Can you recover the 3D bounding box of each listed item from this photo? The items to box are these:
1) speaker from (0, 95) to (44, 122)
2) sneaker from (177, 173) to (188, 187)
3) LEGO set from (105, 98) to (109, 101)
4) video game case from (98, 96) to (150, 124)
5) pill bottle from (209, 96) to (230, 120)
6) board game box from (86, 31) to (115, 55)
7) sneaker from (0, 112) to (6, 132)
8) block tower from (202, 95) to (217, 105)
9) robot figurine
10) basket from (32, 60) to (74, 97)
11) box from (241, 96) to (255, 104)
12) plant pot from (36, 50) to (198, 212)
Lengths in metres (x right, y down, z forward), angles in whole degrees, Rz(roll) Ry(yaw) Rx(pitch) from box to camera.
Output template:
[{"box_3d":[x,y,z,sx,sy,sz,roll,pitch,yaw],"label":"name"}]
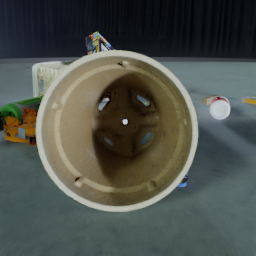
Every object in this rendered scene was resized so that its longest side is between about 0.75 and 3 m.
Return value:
[{"box_3d":[-2.984,-0.552,8.832,0.868,0.868,1.962,8,19,24],"label":"speaker"},{"box_3d":[0.703,0.854,5.182,0.798,0.311,0.280,6,19,18],"label":"sneaker"},{"box_3d":[-0.632,-1.560,12.608,1.131,0.915,2.460,31,2,-21],"label":"LEGO set"},{"box_3d":[0.256,-0.741,10.252,2.775,0.324,2.523,-11,20,-31],"label":"video game case"},{"box_3d":[3.181,-0.741,9.731,0.665,0.665,1.177,5,17,17],"label":"pill bottle"},{"box_3d":[-0.764,-2.347,10.771,0.594,1.733,2.096,-17,-28,25],"label":"board game box"},{"box_3d":[-3.821,-0.202,7.517,1.004,0.952,2.445,-7,19,-25],"label":"sneaker"},{"box_3d":[3.501,-1.204,11.869,0.995,0.287,0.269,-15,23,-42],"label":"block tower"},{"box_3d":[-1.725,-0.030,7.285,2.569,0.748,1.863,2,19,8],"label":"robot figurine"},{"box_3d":[-2.459,-1.844,11.669,1.542,1.694,2.499,17,24,34],"label":"basket"},{"box_3d":[5.368,-1.173,11.892,0.638,0.222,1.071,-15,20,-40],"label":"box"},{"box_3d":[-0.121,-0.020,5.226,2.420,2.420,2.215,1,5,3],"label":"plant pot"}]
